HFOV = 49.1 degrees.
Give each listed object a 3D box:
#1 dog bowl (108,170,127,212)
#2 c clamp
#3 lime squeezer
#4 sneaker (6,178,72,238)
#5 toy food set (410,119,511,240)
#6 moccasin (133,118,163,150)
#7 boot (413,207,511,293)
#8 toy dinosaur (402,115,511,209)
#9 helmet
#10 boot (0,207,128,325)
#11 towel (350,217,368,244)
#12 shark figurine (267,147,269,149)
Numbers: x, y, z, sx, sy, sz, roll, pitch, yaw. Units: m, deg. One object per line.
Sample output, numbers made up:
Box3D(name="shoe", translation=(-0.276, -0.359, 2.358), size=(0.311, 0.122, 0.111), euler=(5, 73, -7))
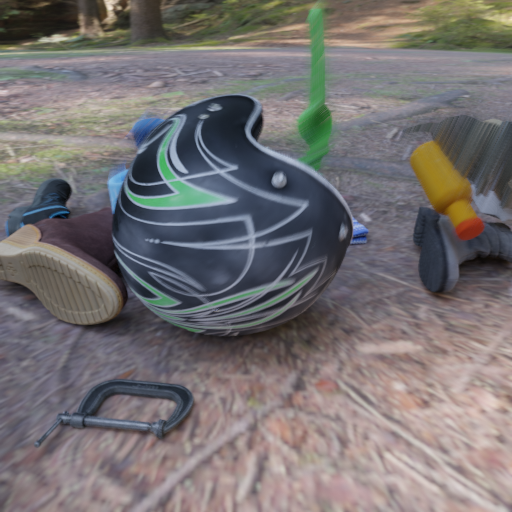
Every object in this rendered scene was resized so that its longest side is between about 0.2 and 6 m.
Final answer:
Box3D(name="dog bowl", translation=(-1.116, -1.161, 8.334), size=(2.375, 0.589, 1.324), euler=(-15, 21, 11))
Box3D(name="c clamp", translation=(-1.261, 1.517, 5.335), size=(1.268, 0.172, 1.083), euler=(0, 20, 4))
Box3D(name="lime squeezer", translation=(0.816, -2.301, 10.209), size=(0.756, 4.009, 1.416), euler=(-9, 58, -26))
Box3D(name="sneaker", translation=(-3.541, -0.735, 9.706), size=(0.776, 0.693, 1.894), euler=(11, 34, 1))
Box3D(name="toy food set", translation=(3.850, -0.898, 7.918), size=(3.204, 1.529, 1.442), euler=(11, 49, -35))
Box3D(name="moccasin", translation=(-1.205, -1.530, 9.507), size=(0.918, 0.778, 2.282), euler=(-10, -21, 28))
Box3D(name="boot", translation=(3.132, -0.121, 8.074), size=(1.479, 0.784, 2.247), euler=(10, 30, 6))
Box3D(name="toy dinosaur", translation=(2.105, -0.990, 5.241), size=(1.775, 0.683, 0.908), euler=(1, 45, -7))
Box3D(name="helmet", translation=(-0.315, -0.318, 6.458), size=(2.645, 2.645, 2.521), euler=(-6, 46, -12))
Box3D(name="boot", translation=(-2.133, -0.112, 7.799), size=(2.752, 0.996, 2.289), euler=(14, 30, 35))
Box3D(name="towel", translation=(0.633, -0.828, 10.166), size=(2.039, 0.336, 2.817), euler=(-5, 25, -9))
Box3D(name="shark figurine", translation=(0.216, -1.939, 12.554), size=(0.621, 0.889, 1.488), euler=(27, 8, -1))
